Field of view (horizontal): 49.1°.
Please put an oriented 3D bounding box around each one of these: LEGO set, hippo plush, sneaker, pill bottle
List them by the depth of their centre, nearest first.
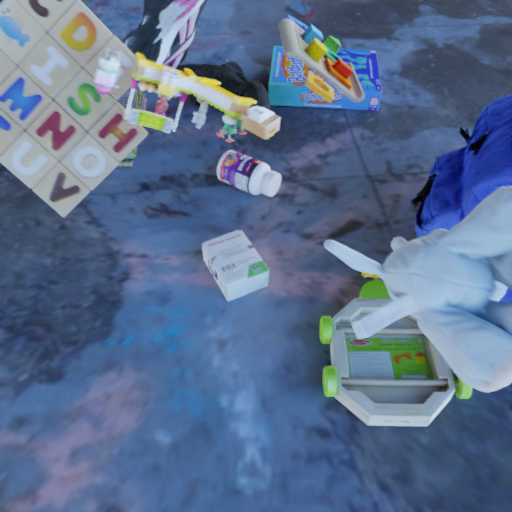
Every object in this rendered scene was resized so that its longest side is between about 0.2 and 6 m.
[{"bbox_3d":[1.574,0.351,4.502,1.711,1.376,1.363,-18,80,5],"label":"hippo plush"},{"bbox_3d":[-0.781,-1.630,6.366,2.074,0.772,0.954,20,24,-5],"label":"LEGO set"},{"bbox_3d":[-1.312,-3.579,8.700,0.888,0.955,2.211,41,100,12],"label":"sneaker"},{"bbox_3d":[-0.112,-1.403,9.714,1.038,0.578,0.578,25,52,22],"label":"pill bottle"},{"bbox_3d":[-0.781,-3.352,11.468,1.340,0.772,2.569,-17,44,-16],"label":"sneaker"}]

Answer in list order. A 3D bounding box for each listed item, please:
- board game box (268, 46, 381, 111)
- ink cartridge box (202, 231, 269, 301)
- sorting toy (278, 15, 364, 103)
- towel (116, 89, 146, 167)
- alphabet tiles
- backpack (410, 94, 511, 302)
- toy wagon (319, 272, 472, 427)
[{"bbox_3d":[1.450,-3.850,12.054,2.313,0.520,1.759,3,47,3],"label":"board game box"},{"bbox_3d":[-0.319,0.129,8.392,0.689,0.397,0.943,-19,50,-17],"label":"ink cartridge box"},{"bbox_3d":[1.093,-3.209,8.962,1.492,0.361,2.649,25,37,-25],"label":"sorting toy"},{"bbox_3d":[-3.123,-2.554,11.008,1.740,0.276,2.422,-2,47,-2],"label":"towel"},{"bbox_3d":[-3.040,-2.097,6.720,2.716,3.249,0.123,-41,19,12],"label":"alphabet tiles"},{"bbox_3d":[3.854,-0.871,7.451,2.966,2.873,3.535,-8,30,34],"label":"backpack"},{"bbox_3d":[1.747,1.122,7.428,1.786,0.455,2.302,1,46,1],"label":"toy wagon"}]
